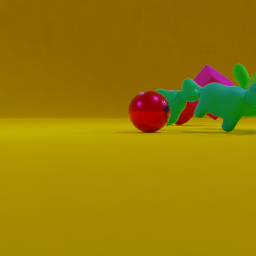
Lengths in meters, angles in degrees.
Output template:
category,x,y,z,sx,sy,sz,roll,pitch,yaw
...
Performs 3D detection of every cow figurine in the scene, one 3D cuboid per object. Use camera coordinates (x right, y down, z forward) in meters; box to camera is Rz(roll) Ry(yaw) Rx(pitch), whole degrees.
category,x,y,z,sx,sy,sz,roll,pitch,yaw
cow figurine,1.231,-0.599,6.800,1.217,1.236,0.679,19,5,34
cow figurine,2.145,-0.611,5.547,1.423,1.400,0.781,26,42,10

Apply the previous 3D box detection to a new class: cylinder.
category,x,y,z,sx,sy,sz,roll,pitch,yaw
cylinder,1.939,-0.829,11.039,1.053,1.053,1.053,-2,39,-38

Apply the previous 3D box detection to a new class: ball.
category,x,y,z,sx,sy,sz,roll,pitch,yaw
ball,0.440,-0.338,5.803,0.869,0.869,0.869,0,2,0

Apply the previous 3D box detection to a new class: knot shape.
category,x,y,z,sx,sy,sz,roll,pitch,yaw
knot shape,3.413,-0.882,7.381,1.565,1.672,0.773,12,-31,-15

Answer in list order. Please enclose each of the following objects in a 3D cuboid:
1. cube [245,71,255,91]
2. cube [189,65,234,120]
category,x,y,z,sx,sy,sz,roll,pitch,yaw
cube,3.386,-0.932,6.187,0.954,0.954,0.954,12,40,-9
cube,3.115,-1.341,10.497,1.282,1.282,1.282,30,29,-13
